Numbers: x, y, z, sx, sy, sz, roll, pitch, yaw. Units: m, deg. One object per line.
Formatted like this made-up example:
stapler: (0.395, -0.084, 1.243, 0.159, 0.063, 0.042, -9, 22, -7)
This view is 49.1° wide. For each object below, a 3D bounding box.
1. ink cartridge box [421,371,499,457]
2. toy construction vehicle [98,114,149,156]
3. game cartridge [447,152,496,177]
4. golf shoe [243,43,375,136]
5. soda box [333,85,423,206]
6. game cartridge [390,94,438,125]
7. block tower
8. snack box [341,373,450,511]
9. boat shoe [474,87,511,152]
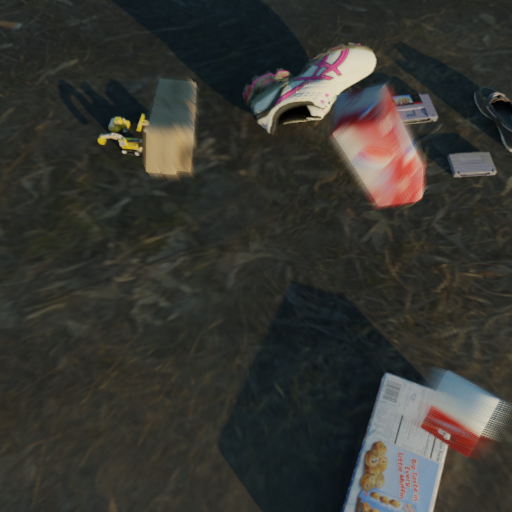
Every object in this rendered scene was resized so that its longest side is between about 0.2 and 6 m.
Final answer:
ink cartridge box: (2.189, 1.715, 6.094, 0.584, 0.172, 0.730, 29, 94, 33)
toy construction vehicle: (-2.982, -2.973, 13.283, 1.271, 0.448, 1.107, 10, 59, 6)
game cartridge: (4.963, -2.111, 12.924, 0.971, 0.186, 0.630, -3, 54, -2)
golf shoe: (1.472, -3.940, 13.536, 3.374, 1.225, 1.554, -24, 72, -6)
soda box: (2.193, -1.827, 9.820, 0.885, 2.528, 0.802, -6, 63, 29)
game cartridge: (3.721, -3.620, 13.829, 1.302, 0.250, 0.844, -8, 63, -5)
block tower: (-1.494, -2.387, 10.098, 0.749, 0.801, 2.772, 4, 34, -7)
snack box: (2.210, 3.785, 9.091, 1.307, 0.442, 3.637, 19, 60, 12)
boat shoe: (5.990, -3.456, 13.482, 0.724, 0.617, 2.165, -12, 59, -7)
